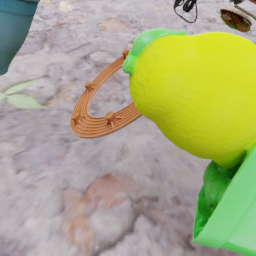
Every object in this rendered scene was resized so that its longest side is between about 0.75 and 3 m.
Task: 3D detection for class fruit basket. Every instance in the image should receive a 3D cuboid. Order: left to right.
[{"bbox_3d":[1.444,-0.137,3.528,3.233,3.233,2.332,13,8,15],"label":"fruit basket"}]

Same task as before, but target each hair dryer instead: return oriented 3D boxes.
[{"bbox_3d":[1.755,-3.943,7.303,2.036,2.674,0.726,-10,48,34],"label":"hair dryer"}]

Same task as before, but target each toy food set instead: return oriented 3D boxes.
[{"bbox_3d":[2.481,-2.482,6.459,0.870,0.253,1.260,26,15,-8],"label":"toy food set"}]

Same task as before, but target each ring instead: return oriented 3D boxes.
[{"bbox_3d":[-0.145,-0.925,5.612,2.784,0.267,2.784,-28,34,21],"label":"ring"}]

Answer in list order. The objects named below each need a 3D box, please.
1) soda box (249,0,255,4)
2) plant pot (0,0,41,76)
[{"bbox_3d":[2.586,-2.688,5.292,1.685,0.534,0.596,21,10,-14],"label":"soda box"},{"bbox_3d":[-2.883,-2.062,5.555,1.852,1.741,1.852,20,25,-10],"label":"plant pot"}]
